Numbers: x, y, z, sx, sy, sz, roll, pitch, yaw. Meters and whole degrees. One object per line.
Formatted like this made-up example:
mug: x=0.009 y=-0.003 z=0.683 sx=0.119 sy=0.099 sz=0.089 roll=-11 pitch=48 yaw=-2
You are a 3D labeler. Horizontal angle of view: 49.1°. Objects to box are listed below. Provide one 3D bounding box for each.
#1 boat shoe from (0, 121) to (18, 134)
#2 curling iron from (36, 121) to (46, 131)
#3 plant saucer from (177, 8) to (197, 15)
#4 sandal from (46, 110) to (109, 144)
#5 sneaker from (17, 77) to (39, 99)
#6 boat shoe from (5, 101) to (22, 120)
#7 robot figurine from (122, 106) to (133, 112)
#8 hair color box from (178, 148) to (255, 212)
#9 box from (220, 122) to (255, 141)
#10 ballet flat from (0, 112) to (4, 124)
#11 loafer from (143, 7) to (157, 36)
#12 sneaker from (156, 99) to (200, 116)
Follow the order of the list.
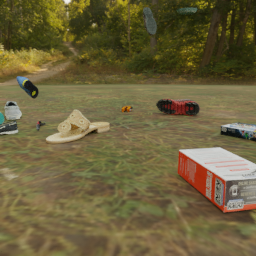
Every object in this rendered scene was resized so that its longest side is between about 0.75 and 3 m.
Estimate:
boat shoe: x=-4.340 y=0.025 z=9.274 sx=0.522 sy=0.416 sz=1.380 roll=8 pitch=14 yaw=36
curling iron: x=-3.332 y=-0.104 z=10.583 sx=0.324 sy=0.167 sz=1.307 roll=-1 pitch=11 yaw=-10
plant saucer: x=2.617 y=-5.185 z=12.465 sx=0.913 sy=0.164 sz=0.913 roll=0 pitch=13 yaw=0
sandal: x=-1.613 y=-0.186 z=9.175 sx=0.966 sy=0.866 sz=2.633 roll=8 pitch=14 yaw=36
sneaker: x=-2.564 y=-1.050 z=7.159 sx=0.333 sy=0.280 sz=0.849 roll=29 pitch=-16 yaw=16
boat shoe: x=-5.317 y=-0.870 z=12.952 sx=0.732 sy=0.747 sz=2.098 roll=-5 pitch=12 yaw=-22
robot figurine: x=-0.063 y=-1.018 z=15.012 sx=0.617 sy=0.248 sz=0.850 roll=2 pitch=12 yaw=11
hair color box: x=1.649 y=0.821 z=4.945 sx=0.946 sy=0.545 sz=1.707 roll=-2 pitch=10 yaw=-12
box: x=4.010 y=0.127 z=9.036 sx=1.110 sy=0.306 sz=1.625 roll=-8 pitch=14 yaw=-36
ballet flat: x=-5.246 y=-0.249 z=9.882 sx=0.680 sy=0.805 sz=2.129 roll=-7 pitch=8 yaw=9
loafer: x=0.804 y=-4.013 z=10.707 sx=0.426 sy=1.185 sz=0.373 roll=-6 pitch=-15 yaw=-16
sneaker: x=2.516 y=-1.064 z=13.913 sx=2.164 sy=0.765 sz=1.057 roll=7 pitch=13 yaw=21
